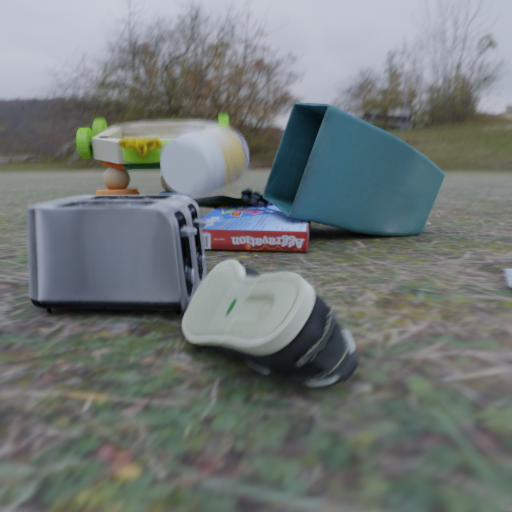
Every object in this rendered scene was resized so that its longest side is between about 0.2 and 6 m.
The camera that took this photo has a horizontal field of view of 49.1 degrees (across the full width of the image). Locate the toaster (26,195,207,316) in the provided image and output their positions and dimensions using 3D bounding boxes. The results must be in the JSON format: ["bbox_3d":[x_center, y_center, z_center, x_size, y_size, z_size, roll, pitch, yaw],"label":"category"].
[{"bbox_3d":[-1.678,-0.077,6.869,2.071,1.229,1.872,0,10,4],"label":"toaster"}]

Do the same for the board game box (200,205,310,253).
[{"bbox_3d":[0.019,-0.686,12.143,2.302,0.435,4.473,3,11,6],"label":"board game box"}]

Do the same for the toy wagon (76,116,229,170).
[{"bbox_3d":[-2.167,-2.424,12.014,3.125,0.797,4.027,-2,21,0],"label":"toy wagon"}]

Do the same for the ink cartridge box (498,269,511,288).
[{"bbox_3d":[3.825,0.348,7.372,1.009,0.312,1.244,4,-4,11],"label":"ink cartridge box"}]

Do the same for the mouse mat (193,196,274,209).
[{"bbox_3d":[-0.570,-1.329,14.671,2.663,0.100,2.142,2,-2,-44],"label":"mouse mat"}]

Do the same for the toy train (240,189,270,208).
[{"bbox_3d":[-0.023,-1.343,13.226,0.737,0.314,0.420,21,-13,5],"label":"toy train"}]

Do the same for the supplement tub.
[{"bbox_3d":[-0.915,-1.716,10.132,1.120,1.120,1.540,5,18,23],"label":"supplement tub"}]

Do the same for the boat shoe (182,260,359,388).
[{"bbox_3d":[-0.019,0.602,5.073,0.836,0.888,2.472,36,-12,-22],"label":"boat shoe"}]

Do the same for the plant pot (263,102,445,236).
[{"bbox_3d":[2.166,-1.680,11.978,3.147,2.224,2.223,15,12,-17],"label":"plant pot"}]

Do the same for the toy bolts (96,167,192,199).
[{"bbox_3d":[-2.335,-1.076,11.407,2.122,1.472,2.027,0,11,-2],"label":"toy bolts"}]
